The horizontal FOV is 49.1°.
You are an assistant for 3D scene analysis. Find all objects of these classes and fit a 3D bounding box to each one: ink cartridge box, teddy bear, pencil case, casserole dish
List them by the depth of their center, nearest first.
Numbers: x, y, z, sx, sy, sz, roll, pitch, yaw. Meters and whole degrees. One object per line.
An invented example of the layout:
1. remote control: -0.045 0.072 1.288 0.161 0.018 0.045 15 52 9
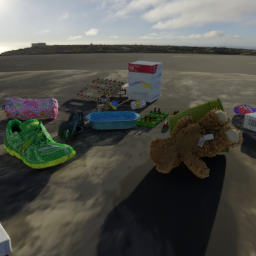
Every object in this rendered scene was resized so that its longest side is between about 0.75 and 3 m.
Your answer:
1. ink cartridge box: -3.068 2.033 5.116 1.340 0.340 1.521 -14 23 -38
2. teddy bear: 1.874 0.451 7.908 1.852 2.555 0.853 48 -1 24
3. casserole dish: -0.635 -0.319 11.733 2.252 0.437 1.364 -1 19 -6
4. pencil case: -4.324 -0.893 12.569 2.306 1.008 1.008 1 19 1
5. ink cartridge box: 0.968 -2.654 15.882 1.491 2.062 1.498 11 22 26
6. ink cartridge box: -0.366 -2.305 17.060 1.950 0.661 1.131 0 19 0

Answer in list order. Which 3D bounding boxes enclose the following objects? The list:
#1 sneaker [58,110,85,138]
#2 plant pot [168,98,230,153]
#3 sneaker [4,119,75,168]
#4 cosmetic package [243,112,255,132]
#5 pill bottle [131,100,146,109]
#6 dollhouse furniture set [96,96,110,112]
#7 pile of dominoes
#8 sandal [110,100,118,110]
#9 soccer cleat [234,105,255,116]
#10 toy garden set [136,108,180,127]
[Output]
1. sneaker: -2.039 -0.102 10.931 0.775 0.737 1.954 13 29 6
2. plant pot: 2.222 0.062 9.077 1.702 1.768 1.768 -10 17 12
3. sneaker: -2.847 0.406 8.461 2.901 1.212 1.074 13 22 32
4. cosmetic package: 5.626 -0.289 11.376 1.678 0.598 0.851 -9 21 -25
5. pill bottle: 0.538 -1.204 14.306 0.761 0.397 0.397 -14 23 -36
6. dollhouse furniture set: -1.378 -1.202 13.994 0.601 0.598 0.853 10 22 28
7. pile of dominoes: -1.624 -2.377 16.281 2.576 0.410 2.008 16 52 35
8. sandal: -0.670 -1.194 14.125 0.403 0.368 0.926 -39 25 4
9. soccer cleat: 5.525 -0.701 12.780 1.531 0.522 0.560 17 36 40
10. toy garden set: 1.433 -0.492 12.291 1.584 0.379 1.900 9 21 25
